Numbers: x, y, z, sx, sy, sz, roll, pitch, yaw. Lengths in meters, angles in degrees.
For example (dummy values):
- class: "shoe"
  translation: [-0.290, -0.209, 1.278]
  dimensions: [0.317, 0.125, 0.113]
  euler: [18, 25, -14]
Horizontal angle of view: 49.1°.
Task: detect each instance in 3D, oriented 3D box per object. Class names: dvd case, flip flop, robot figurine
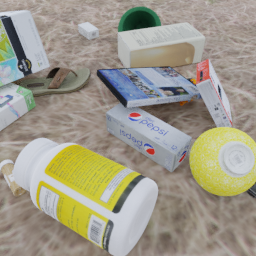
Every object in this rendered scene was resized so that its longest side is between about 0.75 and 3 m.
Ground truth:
- class: "dvd case"
  translation: [0.696, -1.350, 8.587]
  dimensions: [2.819, 0.247, 2.011]
  euler: [-9, 39, -28]
- class: "flip flop"
  translation: [-2.481, -1.689, 9.547]
  dimensions: [2.468, 0.711, 1.001]
  euler: [-10, 45, -11]
- class: "robot figurine"
  translation: [1.998, -1.244, 9.336]
  dimensions: [1.255, 0.365, 0.910]
  euler: [-32, 52, -28]

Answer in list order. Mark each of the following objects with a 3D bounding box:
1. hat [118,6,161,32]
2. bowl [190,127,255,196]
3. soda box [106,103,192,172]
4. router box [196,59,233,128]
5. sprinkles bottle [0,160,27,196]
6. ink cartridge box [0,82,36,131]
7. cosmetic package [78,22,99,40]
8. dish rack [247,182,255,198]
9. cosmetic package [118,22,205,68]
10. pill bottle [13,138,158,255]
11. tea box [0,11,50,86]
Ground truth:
- class: "hat"
  translation: [0.546, -4.164, 12.525]
  dimensions: [1.805, 1.918, 2.179]
  euler: [17, 83, 5]
- class: "bowl"
  translation: [2.252, 0.704, 6.133]
  dimensions: [1.617, 0.870, 1.617]
  euler: [0, 80, -3]
- class: "soda box"
  translation: [0.498, 0.159, 7.583]
  dimensions: [2.342, 0.743, 0.799]
  euler: [31, 52, 28]
- class: "router box"
  translation: [2.454, -0.974, 8.008]
  dimensions: [0.393, 1.607, 1.443]
  euler: [-21, 27, 27]
- class: "sprinkles bottle"
  translation: [-2.791, 1.197, 6.789]
  dimensions: [0.340, 0.340, 0.997]
  euler: [-27, 50, -26]
- class: "ink cartridge box"
  translation: [-3.785, -0.687, 8.536]
  dimensions: [1.082, 0.652, 1.489]
  euler: [23, 48, 22]
- class: "cosmetic package"
  translation: [-1.788, -4.387, 12.623]
  dimensions: [0.549, 0.395, 0.973]
  euler: [-25, 48, -25]
- class: "dish rack"
  translation: [4.081, 1.441, 6.284]
  dimensions: [1.989, 0.707, 2.593]
  euler: [-28, 50, -27]
- class: "cosmetic package"
  translation: [1.222, -3.085, 10.752]
  dimensions: [2.988, 1.062, 1.572]
  euler: [-12, 45, -13]
- class: "pill bottle"
  translation: [-0.930, 1.260, 5.819]
  dimensions: [2.798, 1.573, 1.573]
  euler: [23, 48, 21]
- class: "tea box"
  translation: [-4.608, -2.493, 9.068]
  dimensions: [2.759, 1.874, 2.805]
  euler: [-33, 35, -30]
